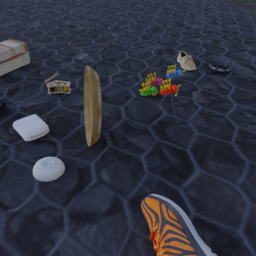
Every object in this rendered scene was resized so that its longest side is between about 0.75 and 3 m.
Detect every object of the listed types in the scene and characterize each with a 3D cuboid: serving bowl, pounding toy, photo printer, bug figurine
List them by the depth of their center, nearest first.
[{"bbox_3d":[-2.339,1.140,8.227,0.918,0.302,0.918,1,36,0],"label":"serving bowl"},{"bbox_3d":[-3.342,0.005,9.740,0.929,0.388,1.116,-25,42,-31],"label":"photo printer"},{"bbox_3d":[1.482,-1.907,11.972,1.822,0.604,2.349,-9,30,24],"label":"bug figurine"},{"bbox_3d":[-3.101,-1.906,12.119,1.297,0.744,0.742,8,32,12],"label":"pounding toy"}]

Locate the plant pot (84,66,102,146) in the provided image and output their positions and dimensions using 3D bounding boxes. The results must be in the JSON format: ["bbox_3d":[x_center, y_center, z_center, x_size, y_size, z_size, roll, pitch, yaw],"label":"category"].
[{"bbox_3d":[-1.132,-0.683,8.901,0.347,2.526,2.526,-1,35,-13],"label":"plant pot"}]

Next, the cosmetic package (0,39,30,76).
[{"bbox_3d":[-6.369,-3.451,13.951,1.347,1.137,2.607,17,39,23],"label":"cosmetic package"}]

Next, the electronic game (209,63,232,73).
[{"bbox_3d":[4.656,-3.045,14.159,1.116,0.232,1.116,3,33,-2],"label":"electronic game"}]

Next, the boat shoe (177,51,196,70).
[{"bbox_3d":[3.031,-3.497,14.508,0.629,0.567,1.745,-7,36,-10],"label":"boat shoe"}]

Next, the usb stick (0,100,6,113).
[{"bbox_3d":[-6.177,-0.834,10.878,2.696,0.439,0.747,2,35,3],"label":"usb stick"}]

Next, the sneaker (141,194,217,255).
[{"bbox_3d":[0.717,2.507,5.693,1.470,1.018,2.624,-18,39,-26],"label":"sneaker"}]
